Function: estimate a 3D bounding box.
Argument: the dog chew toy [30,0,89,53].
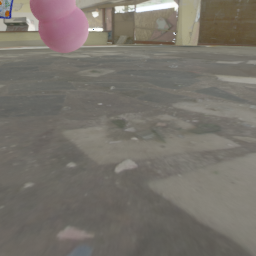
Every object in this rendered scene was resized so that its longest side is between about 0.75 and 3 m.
[{"bbox_3d":[-2.132,-3.500,8.206,1.533,2.463,1.533,-12,41,10],"label":"dog chew toy"}]

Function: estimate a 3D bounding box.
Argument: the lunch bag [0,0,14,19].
[{"bbox_3d":[-4.748,-4.089,8.858,1.394,1.016,1.640,32,30,19],"label":"lunch bag"}]
